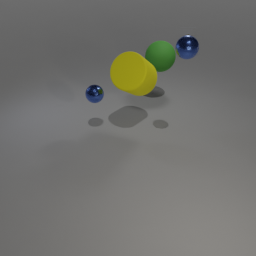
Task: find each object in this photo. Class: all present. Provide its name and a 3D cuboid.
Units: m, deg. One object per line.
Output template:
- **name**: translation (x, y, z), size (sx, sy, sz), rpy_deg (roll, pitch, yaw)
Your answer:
- **cylinder**: translation (0.240, -1.971, 10.410), size (1.400, 1.400, 1.400), rpy_deg (14, 4, 21)
- **ball**: translation (1.778, -2.420, 8.413), size (0.700, 0.700, 0.700), rpy_deg (0, 32, 0)
- **ball**: translation (-1.263, -1.291, 10.608), size (0.700, 0.700, 0.700), rpy_deg (0, 32, 0)
- **ball**: translation (1.489, -3.297, 12.913), size (1.400, 1.400, 1.400), rpy_deg (0, 32, 0)
